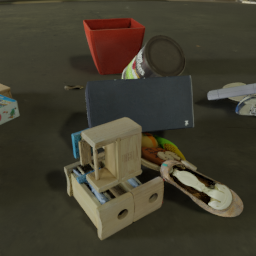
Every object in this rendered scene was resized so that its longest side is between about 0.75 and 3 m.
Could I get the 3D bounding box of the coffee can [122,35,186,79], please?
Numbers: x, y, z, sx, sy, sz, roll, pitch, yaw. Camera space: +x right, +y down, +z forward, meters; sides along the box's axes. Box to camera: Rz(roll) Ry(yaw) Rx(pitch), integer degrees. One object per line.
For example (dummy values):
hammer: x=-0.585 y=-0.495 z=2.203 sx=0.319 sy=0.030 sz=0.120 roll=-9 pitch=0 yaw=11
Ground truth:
coffee can: x=0.932 y=-2.274 z=10.988 sx=1.679 sy=1.679 sz=2.294 roll=-16 pitch=-8 yaw=-25

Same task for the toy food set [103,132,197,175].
toy food set: x=0.718 y=0.612 z=7.673 sx=2.565 sy=0.515 sz=1.771 roll=4 pitch=22 yaw=-44

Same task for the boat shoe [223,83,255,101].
boat shoe: x=5.221 y=-1.514 z=12.014 sx=2.219 sy=0.797 sz=0.660 roll=6 pitch=5 yaw=25

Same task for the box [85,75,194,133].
box: x=0.189 y=-0.681 z=8.822 sx=2.930 sy=1.526 sz=2.668 roll=-5 pitch=5 yaw=-10

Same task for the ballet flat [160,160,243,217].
ballet flat: x=1.733 y=1.428 z=6.442 sx=2.178 sy=0.732 sz=0.741 roll=26 pitch=79 yaw=3

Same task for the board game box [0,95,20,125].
board game box: x=-5.489 y=-0.509 z=10.342 sx=1.645 sy=0.717 sz=2.229 roll=19 pitch=35 yaw=27

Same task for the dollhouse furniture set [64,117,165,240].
dollhouse furniture set: x=-0.337 y=0.732 z=6.432 sx=1.772 sy=2.529 sz=1.782 roll=-19 pitch=36 yaw=-29

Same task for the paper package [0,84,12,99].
paper package: x=-5.767 y=-1.477 z=12.098 sx=1.102 sy=0.570 sz=1.050 roll=21 pitch=37 yaw=32

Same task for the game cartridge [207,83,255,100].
game cartridge: x=4.384 y=-1.461 z=11.235 sx=2.192 sy=0.455 sz=1.460 roll=-7 pitch=-2 yaw=26

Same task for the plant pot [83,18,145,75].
plant pot: x=-0.807 y=-4.400 z=15.183 sx=2.788 sy=2.457 sz=2.785 roll=-7 pitch=31 yaw=-13

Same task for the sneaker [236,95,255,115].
sneaker: x=5.164 y=-0.790 z=10.774 sx=2.058 sy=0.793 sz=0.877 roll=-9 pitch=36 yaw=-14

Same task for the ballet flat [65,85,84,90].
ballet flat: x=-2.516 y=-1.895 z=13.198 sx=0.915 sy=0.212 sz=0.308 roll=-5 pitch=-3 yaw=-19
